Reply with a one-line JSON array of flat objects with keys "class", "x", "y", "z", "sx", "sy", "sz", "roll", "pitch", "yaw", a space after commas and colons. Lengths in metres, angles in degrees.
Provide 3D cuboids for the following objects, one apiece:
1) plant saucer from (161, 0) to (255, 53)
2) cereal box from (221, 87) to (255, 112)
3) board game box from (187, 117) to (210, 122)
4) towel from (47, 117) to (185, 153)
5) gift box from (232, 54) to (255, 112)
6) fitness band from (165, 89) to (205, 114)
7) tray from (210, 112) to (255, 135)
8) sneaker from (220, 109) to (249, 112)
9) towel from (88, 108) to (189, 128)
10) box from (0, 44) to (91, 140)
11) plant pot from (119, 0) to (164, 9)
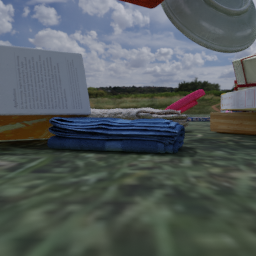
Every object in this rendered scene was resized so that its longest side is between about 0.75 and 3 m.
[{"class": "plant saucer", "x": 2.133, "y": -3.117, "z": 6.764, "sx": 2.783, "sy": 2.783, "sz": 0.698, "roll": -1, "pitch": -23, "yaw": -20}, {"class": "cereal box", "x": 2.596, "y": -0.482, "z": 4.798, "sx": 1.442, "sy": 0.396, "sz": 2.004, "roll": 0, "pitch": 3, "yaw": 1}, {"class": "board game box", "x": 3.088, "y": -0.380, "z": 12.268, "sx": 1.043, "sy": 0.180, "sz": 0.707, "roll": -1, "pitch": 4, "yaw": -16}, {"class": "towel", "x": -0.106, "y": 0.052, "z": 3.133, "sx": 1.430, "sy": 0.347, "sz": 0.798, "roll": 1, "pitch": 2, "yaw": 15}, {"class": "gift box", "x": 4.461, "y": -1.110, "z": 7.977, "sx": 2.290, "sy": 2.481, "sz": 2.317, "roll": -14, "pitch": 11, "yaw": -14}, {"class": "fitness band", "x": 3.027, "y": -1.287, "z": 15.133, "sx": 2.469, "sy": 0.462, "sz": 1.773, "roll": -31, "pitch": -13, "yaw": 15}, {"class": "tray", "x": 2.751, "y": -0.077, "z": 4.888, "sx": 1.146, "sy": 0.430, "sz": 2.323, "roll": -3, "pitch": 3, "yaw": -35}, {"class": "sneaker", "x": 2.903, "y": -0.401, "z": 7.530, "sx": 0.643, "sy": 0.752, "sz": 1.834, "roll": 0, "pitch": 3, "yaw": -4}, {"class": "towel", "x": -0.379, "y": -0.199, "z": 6.118, "sx": 2.983, "sy": 0.514, "sz": 1.977, "roll": 2, "pitch": 3, "yaw": 37}, {"class": "box", "x": -1.555, "y": -0.388, "z": 3.544, "sx": 1.807, "sy": 0.881, "sz": 1.124, "roll": -2, "pitch": -15, "yaw": -31}, {"class": "plant pot", "x": 0.245, "y": -3.426, "z": 4.984, "sx": 2.089, "sy": 1.841, "sz": 2.087, "roll": -27, "pitch": -8, "yaw": 40}]
